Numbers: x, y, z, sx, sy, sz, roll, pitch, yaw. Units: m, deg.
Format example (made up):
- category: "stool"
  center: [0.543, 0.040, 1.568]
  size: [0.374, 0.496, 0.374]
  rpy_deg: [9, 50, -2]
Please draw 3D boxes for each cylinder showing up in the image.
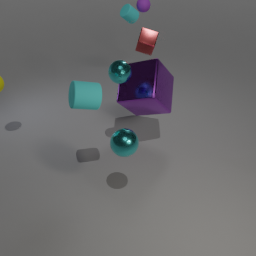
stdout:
- category: "cylinder"
  center: [-1.096, -0.826, 7.129]
  size: [0.700, 0.700, 0.700]
  rpy_deg: [2, 29, -25]
- category: "cylinder"
  center: [0.076, -5.640, 13.856]
  size: [0.700, 0.700, 0.700]
  rpy_deg: [21, 12, -44]

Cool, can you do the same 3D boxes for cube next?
- category: "cube"
  center: [0.622, -1.328, 9.541]
  size: [1.400, 1.400, 1.400]
  rpy_deg: [-3, 72, 31]
- category: "cube"
  center: [0.759, -3.497, 11.349]
  size: [0.700, 0.700, 0.700]
  rpy_deg: [17, 72, -3]

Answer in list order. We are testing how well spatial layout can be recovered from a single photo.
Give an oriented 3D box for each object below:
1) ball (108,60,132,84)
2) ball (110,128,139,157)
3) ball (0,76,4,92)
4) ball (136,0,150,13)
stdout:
- category: "ball"
  center: [-0.238, -1.658, 8.303]
  size: [0.700, 0.700, 0.700]
  rpy_deg: [0, 32, 0]
- category: "ball"
  center: [-0.087, 0.356, 6.789]
  size: [0.700, 0.700, 0.700]
  rpy_deg: [0, 32, 0]
- category: "ball"
  center: [-4.558, -1.496, 9.443]
  size: [0.700, 0.700, 0.700]
  rpy_deg: [0, 32, 0]
- category: "ball"
  center: [0.770, -6.135, 13.956]
  size: [0.700, 0.700, 0.700]
  rpy_deg: [0, 32, 0]
